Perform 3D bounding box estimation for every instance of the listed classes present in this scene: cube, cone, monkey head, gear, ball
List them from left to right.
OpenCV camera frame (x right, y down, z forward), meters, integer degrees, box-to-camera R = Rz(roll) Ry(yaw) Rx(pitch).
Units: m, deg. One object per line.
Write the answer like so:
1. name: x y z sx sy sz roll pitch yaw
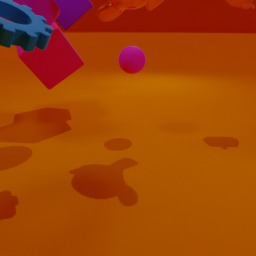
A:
1. gear: -2.063 -1.839 4.739 1.516 0.280 1.516 24 30 -15
2. cone: -2.273 -2.346 6.611 1.181 1.186 1.181 3 -12 1
3. cube: -2.334 -2.231 8.334 1.330 1.330 1.330 -36 41 1
4. cube: -2.141 -4.312 9.535 1.259 1.259 1.259 -40 31 6
5. ball: 0.104 -1.768 7.297 0.704 0.704 0.704 0 21 0
6. monkey head: 0.248 -2.946 6.013 1.902 1.368 1.146 -26 44 32

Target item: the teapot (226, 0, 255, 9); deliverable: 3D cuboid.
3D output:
1. teapot: 3.094 -3.755 7.569 0.917 1.474 0.722 -15 -9 0
